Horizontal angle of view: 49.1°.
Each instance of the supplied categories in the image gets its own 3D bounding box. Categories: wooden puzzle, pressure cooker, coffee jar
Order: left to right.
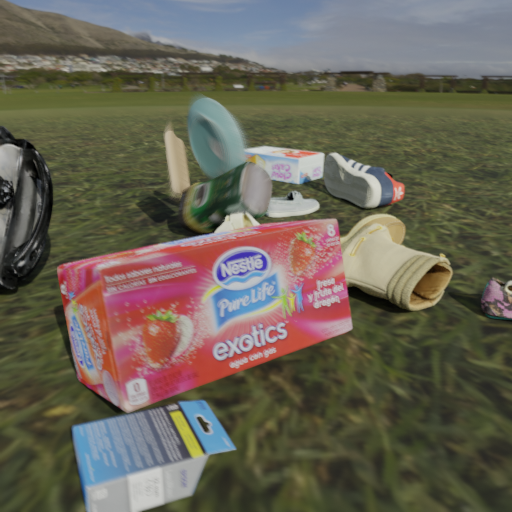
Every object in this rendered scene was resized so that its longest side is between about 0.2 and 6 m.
[{"bbox_3d":[-4.765,-0.676,9.136,2.895,2.546,2.586,-2,22,5],"label":"pressure cooker"},{"bbox_3d":[-1.742,-1.973,12.111,0.258,1.279,1.383,-8,5,3],"label":"wooden puzzle"},{"bbox_3d":[-0.701,-1.133,11.578,2.097,1.093,0.894,-13,-30,44],"label":"coffee jar"}]

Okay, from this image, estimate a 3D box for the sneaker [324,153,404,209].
[{"bbox_3d":[2.929,-2.059,15.407,1.283,1.138,3.035,-6,29,-19],"label":"sneaker"}]

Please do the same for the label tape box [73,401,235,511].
[{"bbox_3d":[-0.955,1.831,5.164,1.299,0.429,0.931,-6,18,-23],"label":"label tape box"}]

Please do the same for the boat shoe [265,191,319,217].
[{"bbox_3d":[0.921,-1.325,13.991,1.549,0.552,0.541,-11,22,-28],"label":"boat shoe"}]

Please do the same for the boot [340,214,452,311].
[{"bbox_3d":[2.382,0.056,9.442,2.009,0.941,2.584,16,26,39],"label":"boot"}]

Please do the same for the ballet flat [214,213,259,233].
[{"bbox_3d":[-0.307,-0.241,10.099,0.963,0.951,2.829,-11,16,15],"label":"ballet flat"}]

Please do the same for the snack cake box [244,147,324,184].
[{"bbox_3d":[0.792,-3.016,18.408,2.483,0.834,1.428,15,23,36],"label":"snack cake box"}]

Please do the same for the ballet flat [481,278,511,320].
[{"bbox_3d":[4.319,0.673,8.026,2.014,0.717,0.696,9,21,23],"label":"ballet flat"}]

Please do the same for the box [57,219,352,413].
[{"bbox_3d":[-0.552,0.524,6.791,3.158,1.507,1.574,-13,7,-33],"label":"box"}]

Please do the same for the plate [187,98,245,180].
[{"bbox_3d":[-0.962,-2.375,12.011,0.252,1.970,1.970,-27,31,-32],"label":"plate"}]
